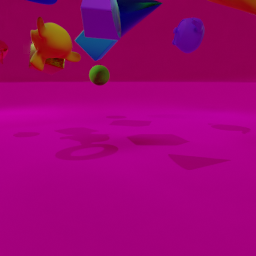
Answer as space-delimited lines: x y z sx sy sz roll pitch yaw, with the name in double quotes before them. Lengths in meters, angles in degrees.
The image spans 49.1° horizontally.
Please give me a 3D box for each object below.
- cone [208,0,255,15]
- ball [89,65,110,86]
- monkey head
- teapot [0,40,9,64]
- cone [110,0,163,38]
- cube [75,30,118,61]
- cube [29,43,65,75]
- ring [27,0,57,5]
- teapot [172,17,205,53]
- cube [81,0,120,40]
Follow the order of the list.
"cone" 2.245 -2.534 5.253 1.356 1.361 1.356 -14 -27 -7
"ball" -1.177 -2.170 11.566 0.830 0.830 0.830 0 10 0
"monkey head" -2.133 -2.208 7.722 1.028 1.227 1.705 -1 -24 32
"teapot" -3.886 -2.250 8.202 0.733 0.577 1.179 -11 39 -43
"cone" 0.230 -2.482 5.780 1.022 1.018 1.018 -13 12 -6
"cube" -1.126 -3.203 10.241 1.019 1.019 1.019 -43 9 17
"cube" -2.511 -2.227 8.713 0.810 0.810 0.810 11 -12 -40
"ring" -2.405 -3.254 6.540 1.513 0.303 1.513 16 26 -8
"teapot" 1.962 -3.119 9.248 0.903 1.147 1.844 13 -9 -14
"cube" -0.660 -3.181 7.691 1.017 1.017 1.017 6 -28 1
